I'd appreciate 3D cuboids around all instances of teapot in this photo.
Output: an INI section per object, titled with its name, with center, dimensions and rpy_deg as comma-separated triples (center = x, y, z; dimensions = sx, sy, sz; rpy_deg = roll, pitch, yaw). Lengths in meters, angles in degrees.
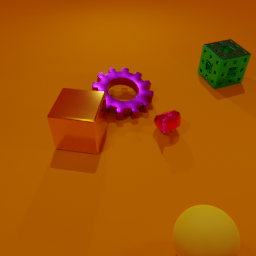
[teapot]
center = 1.104, -0.140, 7.726
dimensions = 0.769, 0.605, 1.236
rpy_deg = -15, 5, 28

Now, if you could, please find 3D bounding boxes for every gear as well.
[gear]
center = -0.166, -1.099, 8.700
dimensions = 1.869, 0.346, 1.869
rpy_deg = 4, 54, -6

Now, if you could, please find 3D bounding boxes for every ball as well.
[ball]
center = 1.370, 1.954, 4.953
dimensions = 1.148, 1.148, 1.148
rpy_deg = 0, 44, 0

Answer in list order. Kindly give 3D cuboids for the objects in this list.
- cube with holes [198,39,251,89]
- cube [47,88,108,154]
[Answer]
[cube with holes]
center = 3.232, -2.191, 9.558
dimensions = 1.115, 1.115, 1.115
rpy_deg = -14, 46, -14
[cube]
center = -1.265, -0.197, 7.440
dimensions = 1.204, 1.204, 1.204
rpy_deg = 7, 45, 7
